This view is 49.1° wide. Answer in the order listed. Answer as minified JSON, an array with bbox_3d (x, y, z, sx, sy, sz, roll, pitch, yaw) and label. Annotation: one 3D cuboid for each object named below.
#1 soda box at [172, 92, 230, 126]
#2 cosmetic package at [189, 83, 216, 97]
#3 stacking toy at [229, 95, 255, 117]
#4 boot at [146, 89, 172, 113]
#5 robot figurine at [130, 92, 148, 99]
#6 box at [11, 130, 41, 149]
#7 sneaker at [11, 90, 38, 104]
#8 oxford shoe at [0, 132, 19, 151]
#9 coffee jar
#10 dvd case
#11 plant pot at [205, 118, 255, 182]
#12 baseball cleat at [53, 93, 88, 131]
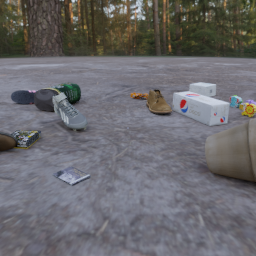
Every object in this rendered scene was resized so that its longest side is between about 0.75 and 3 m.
[{"bbox_3d":[2.880,-0.857,11.451,0.887,0.829,2.605,-8,19,-23],"label":"soda box"},{"bbox_3d":[4.159,-2.129,15.625,1.065,0.657,1.069,-16,23,-41],"label":"cosmetic package"},{"bbox_3d":[5.205,-1.140,12.728,1.896,0.591,2.515,-11,20,-30],"label":"stacking toy"},{"bbox_3d":[1.324,-1.185,12.468,0.823,0.843,2.235,-3,19,-15],"label":"boot"},{"bbox_3d":[0.652,-1.709,14.919,0.963,0.280,0.698,8,17,21],"label":"robot figurine"},{"bbox_3d":[-3.309,0.335,8.749,0.829,0.256,1.038,3,18,4],"label":"box"},{"bbox_3d":[-4.701,-1.511,13.988,2.064,0.724,0.847,-1,-2,-3],"label":"sneaker"},{"bbox_3d":[-3.966,0.534,7.778,1.741,0.633,0.735,-5,34,-6],"label":"oxford shoe"},{"bbox_3d":[-3.249,-1.477,13.073,1.214,0.994,2.329,6,20,19],"label":"coffee jar"},{"bbox_3d":[-1.339,1.125,6.635,0.761,0.061,0.566,16,24,40],"label":"dvd case"},{"bbox_3d":[2.555,0.561,6.495,1.305,1.504,1.504,-8,12,32],"label":"plant pot"},{"bbox_3d":[-2.192,-0.642,10.010,0.684,1.045,1.963,-36,44,-28],"label":"baseball cleat"}]
